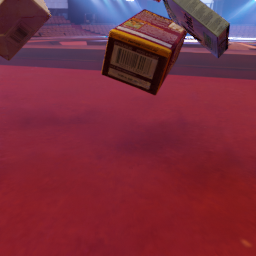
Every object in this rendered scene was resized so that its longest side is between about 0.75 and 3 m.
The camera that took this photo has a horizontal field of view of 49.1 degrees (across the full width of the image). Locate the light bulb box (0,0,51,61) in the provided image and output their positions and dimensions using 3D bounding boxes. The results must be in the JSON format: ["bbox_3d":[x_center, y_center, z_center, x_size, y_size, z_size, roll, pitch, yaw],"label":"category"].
[{"bbox_3d":[-3.800,-3.702,8.884,1.319,2.094,2.113,35,21,-48],"label":"light bulb box"}]

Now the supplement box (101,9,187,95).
[{"bbox_3d":[0.562,-2.146,7.492,1.504,1.167,2.726,23,37,8],"label":"supplement box"}]

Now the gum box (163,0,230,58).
[{"bbox_3d":[1.386,-2.219,5.770,1.550,0.345,1.317,47,11,15],"label":"gum box"}]

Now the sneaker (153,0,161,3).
[{"bbox_3d":[0.804,-5.357,10.757,0.661,0.544,1.436,20,-6,27],"label":"sneaker"}]
